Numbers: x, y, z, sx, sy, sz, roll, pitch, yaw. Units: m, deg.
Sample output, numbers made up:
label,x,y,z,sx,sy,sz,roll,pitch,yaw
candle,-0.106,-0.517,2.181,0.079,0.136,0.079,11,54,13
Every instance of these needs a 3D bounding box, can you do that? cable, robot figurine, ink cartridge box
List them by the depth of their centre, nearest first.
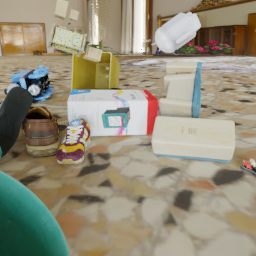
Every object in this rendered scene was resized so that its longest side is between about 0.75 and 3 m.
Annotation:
label,x,y,z,sx,sy,sz,roll,pitch,yaw
cable,2.382,0.793,5.220,0.386,0.200,0.795,-1,18,-2
ink cartridge box,-0.164,-0.490,7.923,2.915,0.980,1.694,-2,18,-8
robot figurine,1.413,-2.802,8.309,1.464,0.827,1.241,-34,31,4

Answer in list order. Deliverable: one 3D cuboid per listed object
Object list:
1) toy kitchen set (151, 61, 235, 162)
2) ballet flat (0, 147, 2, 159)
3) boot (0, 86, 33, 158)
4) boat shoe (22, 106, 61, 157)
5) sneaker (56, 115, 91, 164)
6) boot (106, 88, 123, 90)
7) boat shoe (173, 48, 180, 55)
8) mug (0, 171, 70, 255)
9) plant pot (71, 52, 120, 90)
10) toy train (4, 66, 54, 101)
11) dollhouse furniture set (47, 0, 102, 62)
label,x,y,z,sx,sy,sz,roll,pitch,yaw
toy kitchen set,1.710,-0.124,7.123,1.633,2.220,2.771,5,55,15
ballet flat,-2.491,0.970,3.760,0.996,0.996,2.727,-3,24,-8
boot,-2.992,0.144,6.320,1.548,0.740,2.050,-27,35,46
boat shoe,-2.185,-0.141,7.027,0.930,0.872,2.583,-7,19,-20
sneaker,-1.190,0.216,6.139,0.612,0.735,1.632,0,18,0
boot,-0.147,-1.042,10.196,1.691,0.646,1.421,5,13,-5
boat shoe,1.898,-3.710,11.873,0.451,1.232,0.386,-29,8,-15
mug,-1.384,1.116,2.006,1.470,1.106,1.789,45,7,12
plant pot,-1.315,-2.427,12.865,1.895,1.895,1.671,7,9,21
toy train,-4.106,-1.799,11.789,1.677,1.273,2.936,-11,21,-5
dollhouse furniture set,-1.030,-2.136,6.060,1.174,1.039,0.653,12,-3,-20
